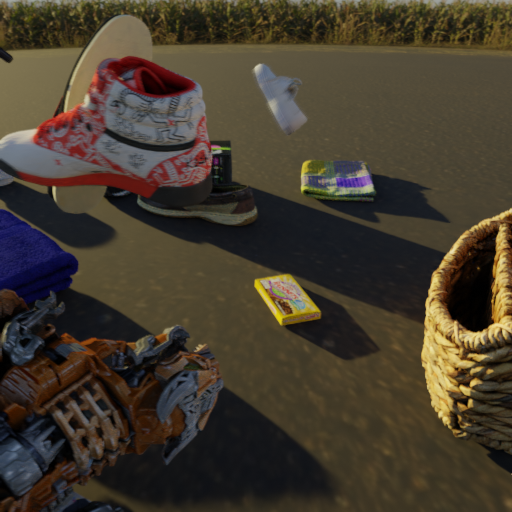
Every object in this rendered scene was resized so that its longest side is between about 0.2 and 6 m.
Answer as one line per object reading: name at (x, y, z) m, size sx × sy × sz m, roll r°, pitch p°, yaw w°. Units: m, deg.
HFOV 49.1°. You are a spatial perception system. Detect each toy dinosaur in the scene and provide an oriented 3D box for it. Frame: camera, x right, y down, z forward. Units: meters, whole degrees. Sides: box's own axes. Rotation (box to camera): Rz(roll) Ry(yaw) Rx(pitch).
toy dinosaur at (-3.016, 1.453, 4.945) m, size 5.186 × 2.649 × 3.520 m, roll 2°, pitch 29°, yaw -37°

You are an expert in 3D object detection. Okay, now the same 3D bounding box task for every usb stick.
usb stick at (-4.219, -3.350, 8.774) m, size 0.848 × 0.138 × 0.235 m, roll 37°, pitch 9°, yaw -26°

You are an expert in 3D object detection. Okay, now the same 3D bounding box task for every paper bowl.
paper bowl at (-6.782, -2.185, 14.539) m, size 1.175 × 0.611 × 1.175 m, roll 0°, pitch 26°, yaw 0°

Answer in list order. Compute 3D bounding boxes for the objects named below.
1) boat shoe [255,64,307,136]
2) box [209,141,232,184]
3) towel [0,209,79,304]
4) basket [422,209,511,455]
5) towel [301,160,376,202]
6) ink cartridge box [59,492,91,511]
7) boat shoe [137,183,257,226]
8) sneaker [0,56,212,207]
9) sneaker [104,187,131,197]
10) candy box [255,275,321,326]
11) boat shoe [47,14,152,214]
boat shoe at (0.615, -3.498, 11.948) m, size 0.801 × 0.694 × 1.880 m, roll -29°, pitch 62°, yaw 13°
box at (-1.489, -2.205, 14.041) m, size 1.765 × 1.097 × 1.311 m, roll -2°, pitch 26°, yaw -2°
towel at (-4.703, 0.174, 9.768) m, size 2.200 × 0.738 × 2.979 m, roll -30°, pitch 39°, yaw -35°
basket at (3.498, 0.400, 7.036) m, size 2.512 × 2.622 × 3.519 m, roll 10°, pitch 29°, yaw 20°
towel at (2.094, -2.006, 14.540) m, size 1.880 × 0.298 × 2.618 m, roll 4°, pitch 26°, yaw 6°
ink cartridge box at (-1.948, 2.528, 5.201) m, size 0.943 × 0.404 × 0.696 m, roll 16°, pitch 33°, yaw 26°
boat shoe at (-1.334, -1.371, 12.514) m, size 2.891 × 0.937 × 1.058 m, roll 8°, pitch 27°, yaw 16°
sneaker at (-1.930, -1.621, 6.737) m, size 2.941 × 1.576 × 0.982 m, roll 12°, pitch 40°, yaw 13°
sneaker at (-3.369, -2.284, 14.217) m, size 0.927 × 1.071 × 2.447 m, roll 7°, pitch 27°, yaw 14°
candy box at (0.495, 0.697, 9.194) m, size 0.669 × 0.173 × 1.309 m, roll -6°, pitch 27°, yaw -18°
boat shoe at (-2.575, -2.242, 8.693) m, size 1.165 × 3.185 × 0.998 m, roll 3°, pitch 34°, yaw -42°
